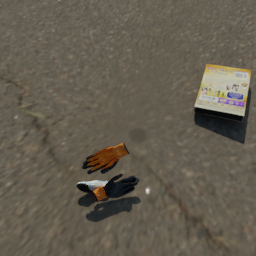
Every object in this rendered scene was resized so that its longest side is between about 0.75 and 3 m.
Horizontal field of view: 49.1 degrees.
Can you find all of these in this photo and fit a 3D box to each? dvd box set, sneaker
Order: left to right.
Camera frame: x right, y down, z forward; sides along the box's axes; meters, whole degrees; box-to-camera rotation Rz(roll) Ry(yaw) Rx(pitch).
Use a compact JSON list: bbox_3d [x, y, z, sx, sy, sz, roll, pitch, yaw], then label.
[{"bbox_3d":[-0.960,1.573,7.645,0.876,0.315,0.318,5,25,-12],"label":"sneaker"},{"bbox_3d":[3.166,-1.240,9.314,1.539,0.309,2.104,12,56,16],"label":"dvd box set"}]

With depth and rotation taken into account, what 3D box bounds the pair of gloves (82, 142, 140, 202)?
[{"bbox_3d":[-0.438,1.199,7.365,1.292,1.450,0.179,-22,16,-5],"label":"pair of gloves"}]
